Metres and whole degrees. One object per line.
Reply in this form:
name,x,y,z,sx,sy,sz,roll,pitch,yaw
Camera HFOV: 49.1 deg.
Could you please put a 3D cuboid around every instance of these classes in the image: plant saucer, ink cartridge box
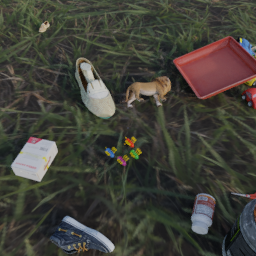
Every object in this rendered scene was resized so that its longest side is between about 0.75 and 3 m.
plant saucer,3.302,-2.207,10.485,2.504,0.460,2.499,-23,48,3
ink cartridge box,-2.678,0.883,8.089,0.826,0.474,1.138,12,48,11

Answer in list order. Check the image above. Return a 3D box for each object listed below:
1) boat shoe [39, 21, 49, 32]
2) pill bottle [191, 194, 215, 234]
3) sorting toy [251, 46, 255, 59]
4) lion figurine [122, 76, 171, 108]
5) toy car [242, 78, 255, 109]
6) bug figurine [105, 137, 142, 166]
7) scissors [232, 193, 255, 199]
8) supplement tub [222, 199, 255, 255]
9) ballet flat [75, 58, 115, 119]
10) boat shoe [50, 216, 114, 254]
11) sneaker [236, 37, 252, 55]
boat shoe,-4.151,-5.005,13.777,0.301,0.283,0.818,10,48,10
pill bottle,1.845,2.117,6.915,0.498,0.498,0.888,15,49,14
sorting toy,5.633,-3.141,12.073,1.052,0.207,1.137,-22,51,-20
lion figurine,0.671,-1.351,9.930,1.935,0.701,1.185,0,62,-17
toy car,4.070,-1.723,10.530,2.105,0.499,2.237,12,47,10
bug figurine,-0.132,0.716,8.393,1.072,0.276,0.831,-25,57,-27
scissors,3.230,1.842,7.470,0.896,0.062,0.328,-1,49,-3
supplement tub,2.791,2.253,5.686,1.285,2.097,1.285,0,47,0
ballet flat,-1.322,-1.530,10.068,0.987,0.912,2.927,-20,50,-18
boat shoe,-1.067,2.649,6.440,1.469,0.520,0.667,17,49,25
sneaker,4.689,-2.805,11.389,0.863,0.726,2.202,25,56,-5
